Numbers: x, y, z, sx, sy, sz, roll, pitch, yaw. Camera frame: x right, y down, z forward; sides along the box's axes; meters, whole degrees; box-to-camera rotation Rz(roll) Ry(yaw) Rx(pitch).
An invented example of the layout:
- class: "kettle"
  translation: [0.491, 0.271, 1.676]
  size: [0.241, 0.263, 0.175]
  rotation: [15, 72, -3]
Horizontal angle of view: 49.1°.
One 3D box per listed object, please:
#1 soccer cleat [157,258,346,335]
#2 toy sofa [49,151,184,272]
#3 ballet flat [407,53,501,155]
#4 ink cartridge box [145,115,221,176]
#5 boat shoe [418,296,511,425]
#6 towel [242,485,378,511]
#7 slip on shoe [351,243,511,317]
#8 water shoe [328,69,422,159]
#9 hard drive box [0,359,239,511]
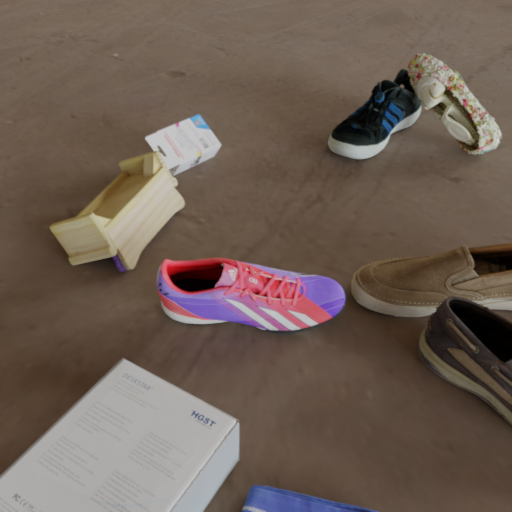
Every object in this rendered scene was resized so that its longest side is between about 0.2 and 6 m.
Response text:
- class: "soccer cleat"
  translation: [-0.071, 0.508, 8.127]
  size: [2.781, 1.018, 0.949]
  rotation: [2, 56, 5]
- class: "toy sofa"
  translation: [-2.381, -0.761, 10.035]
  size: [1.018, 1.199, 2.458]
  rotation: [-9, 32, 30]
- class: "ballet flat"
  translation: [4.266, -3.346, 12.383]
  size: [0.890, 1.053, 2.784]
  rotation: [-36, 79, -30]
- class: "ink cartridge box"
  translation: [-1.602, -2.303, 11.867]
  size: [1.504, 0.510, 0.866]
  rotation: [-33, 85, -35]
- class: "boat shoe"
  translation: [3.441, 1.472, 7.004]
  size: [2.937, 1.077, 1.094]
  rotation: [26, 46, 29]
- class: "towel"
  translation: [0.393, 3.311, 5.384]
  size: [1.532, 0.252, 2.116]
  rotation: [9, 40, 12]
- class: "slip on shoe"
  translation: [3.048, 0.270, 8.611]
  size: [3.112, 0.943, 1.183]
  rotation: [2, 39, 3]
- class: "water shoe"
  translation: [2.731, -3.347, 12.829]
  size: [1.186, 1.309, 3.317]
  rotation: [26, 45, 28]
- class: "hard drive box"
  translation: [-1.480, 2.411, 6.006]
  size: [1.737, 0.856, 2.229]
  rotation: [22, 44, 24]
